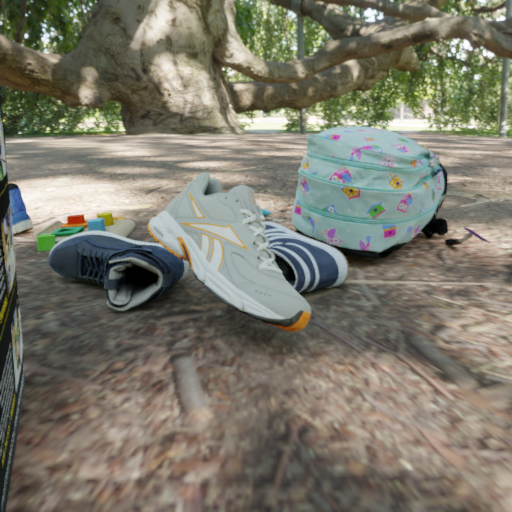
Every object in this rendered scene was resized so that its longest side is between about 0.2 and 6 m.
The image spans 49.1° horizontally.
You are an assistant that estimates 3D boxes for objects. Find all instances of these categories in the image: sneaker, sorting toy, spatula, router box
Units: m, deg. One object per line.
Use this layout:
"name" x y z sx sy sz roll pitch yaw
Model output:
"sneaker" -2.285 0.190 8.376 2.251 0.856 1.626 3 13 6
"sneaker" -6.427 -1.289 12.694 3.167 1.412 1.244 5 16 21
"sorting toy" -3.684 -0.655 12.203 1.811 0.438 3.216 0 15 -1
"sneaker" -0.235 -0.188 6.992 2.787 1.282 1.055 38 4 35
"sneaker" 0.157 0.025 9.032 2.400 0.841 1.302 18 22 41
"spatula" 3.964 -0.330 10.735 0.457 0.166 1.616 34 -7 -1
"router box" -2.209 0.400 3.496 1.050 3.068 4.113 -4 16 -17

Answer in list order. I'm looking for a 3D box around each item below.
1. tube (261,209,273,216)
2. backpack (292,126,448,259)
"tube" -0.553 -1.057 13.713 0.814 0.530 2.102 29 25 35
"backpack" 2.091 -1.326 11.077 3.112 2.361 3.729 9 19 25
